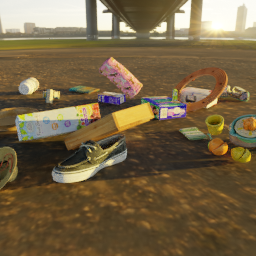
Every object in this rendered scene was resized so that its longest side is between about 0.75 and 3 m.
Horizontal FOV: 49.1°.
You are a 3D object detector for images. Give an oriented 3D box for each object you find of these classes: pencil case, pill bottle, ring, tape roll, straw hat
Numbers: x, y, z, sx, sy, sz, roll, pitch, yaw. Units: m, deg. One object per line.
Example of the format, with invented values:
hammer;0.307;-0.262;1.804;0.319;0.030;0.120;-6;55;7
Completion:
pencil case;-0.304;-2.142;12.087;0.817;1.975;0.854;-55;14;-16
pill bottle;-5.941;-2.468;16.690;0.842;0.842;1.409;1;21;1
ring;3.400;-1.839;13.606;2.945;0.283;2.945;-29;34;22
tape roll;4.283;0.147;9.901;1.365;0.451;1.365;-11;25;5
straw hat;-3.242;1.166;7.364;1.313;1.313;0.556;13;-17;31

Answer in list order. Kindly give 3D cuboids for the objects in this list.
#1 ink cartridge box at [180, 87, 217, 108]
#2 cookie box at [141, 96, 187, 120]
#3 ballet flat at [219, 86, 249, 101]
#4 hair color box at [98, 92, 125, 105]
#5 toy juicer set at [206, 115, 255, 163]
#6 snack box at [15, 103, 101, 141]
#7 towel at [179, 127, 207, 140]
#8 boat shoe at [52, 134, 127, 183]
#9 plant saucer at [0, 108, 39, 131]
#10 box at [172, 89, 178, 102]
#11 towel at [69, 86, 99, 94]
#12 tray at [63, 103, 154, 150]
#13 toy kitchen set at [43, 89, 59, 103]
ink cartridge box;3.622;-1.604;14.553;1.676;0.717;1.237;15;25;38
cookie box;1.607;-0.962;12.900;1.455;0.639;1.701;-7;21;-25
ballet flat;5.781;-2.013;15.669;2.032;0.731;0.731;17;27;38
hair color box;-0.878;-1.615;15.023;1.326;0.430;0.725;9;23;28
toy juicer set;3.851;0.233;8.747;2.835;0.772;1.804;-1;43;22
snack box;-2.449;-0.173;9.586;2.530;0.856;2.133;-10;1;-23
towel;2.452;0.211;10.622;0.760;0.117;0.997;-5;22;-13
boat shoe;-1.066;0.746;8.057;0.917;0.902;2.543;18;27;39
plant saucer;-4.829;-0.333;11.622;2.302;0.407;2.302;0;21;0
box;2.156;-1.524;12.909;0.186;0.475;0.780;3;17;3
towel;-2.726;-2.362;17.385;1.581;0.172;1.159;13;25;28
tray;-0.695;0.022;8.698;1.429;0.537;2.897;-20;-2;-41
toy kitchen set;-4.358;-1.676;15.129;0.969;0.712;1.209;4;1;11
